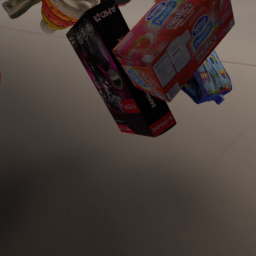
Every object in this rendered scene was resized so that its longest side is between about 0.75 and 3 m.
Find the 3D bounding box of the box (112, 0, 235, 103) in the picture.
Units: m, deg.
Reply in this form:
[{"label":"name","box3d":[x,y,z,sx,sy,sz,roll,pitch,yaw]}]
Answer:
[{"label":"box","box3d":[0.506,-0.959,2.939,0.579,0.604,1.212,33,79,40]}]

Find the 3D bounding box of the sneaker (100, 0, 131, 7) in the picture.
[{"label":"sneaker","box3d":[-0.366,-4.322,8.935,1.956,0.754,0.801,-42,4,-18]}]

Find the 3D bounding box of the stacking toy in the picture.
[{"label":"stacking toy","box3d":[-1.994,-3.440,8.279,1.641,1.641,2.246,-31,3,-37]}]

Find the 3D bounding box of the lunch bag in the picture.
[{"label":"lunch bag","box3d":[1.247,-1.123,5.075,1.212,0.757,1.610,-17,69,-47]}]

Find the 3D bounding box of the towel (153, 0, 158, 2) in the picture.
[{"label":"towel","box3d":[2.074,-4.446,8.657,1.700,0.276,2.315,22,57,40]}]

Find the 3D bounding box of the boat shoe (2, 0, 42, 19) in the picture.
[{"label":"boat shoe","box3d":[-3.024,-3.968,8.435,1.648,0.528,0.607,-35,10,7]}]

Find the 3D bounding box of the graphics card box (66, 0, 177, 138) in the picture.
[{"label":"graphics card box","box3d":[-0.159,-0.871,4.712,0.544,2.138,1.341,-34,17,-19]}]
